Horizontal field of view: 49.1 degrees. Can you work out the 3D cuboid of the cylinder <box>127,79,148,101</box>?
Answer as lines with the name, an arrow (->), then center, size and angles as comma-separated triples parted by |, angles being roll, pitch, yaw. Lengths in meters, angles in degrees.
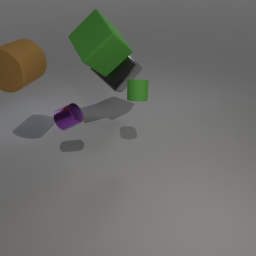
cylinder -> 0.322, -1.268, 9.357 | 0.700, 0.700, 0.700 | 1, 10, 0

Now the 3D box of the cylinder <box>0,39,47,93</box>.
cylinder -> -3.596, -2.042, 9.079 | 1.400, 1.400, 1.400 | 8, 30, 13

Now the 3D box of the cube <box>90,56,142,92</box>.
cube -> -0.432, -2.449, 11.477 | 1.400, 1.400, 1.400 | 42, 11, 3

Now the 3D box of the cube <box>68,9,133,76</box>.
cube -> -0.967, -2.970, 9.939 | 1.400, 1.400, 1.400 | 23, 32, -59

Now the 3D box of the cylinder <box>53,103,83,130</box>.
cylinder -> -1.945, -0.369, 9.168 | 0.700, 0.700, 0.700 | -23, 24, 21
